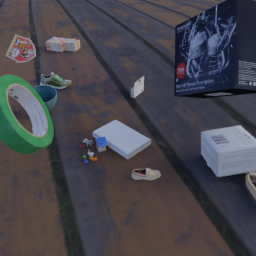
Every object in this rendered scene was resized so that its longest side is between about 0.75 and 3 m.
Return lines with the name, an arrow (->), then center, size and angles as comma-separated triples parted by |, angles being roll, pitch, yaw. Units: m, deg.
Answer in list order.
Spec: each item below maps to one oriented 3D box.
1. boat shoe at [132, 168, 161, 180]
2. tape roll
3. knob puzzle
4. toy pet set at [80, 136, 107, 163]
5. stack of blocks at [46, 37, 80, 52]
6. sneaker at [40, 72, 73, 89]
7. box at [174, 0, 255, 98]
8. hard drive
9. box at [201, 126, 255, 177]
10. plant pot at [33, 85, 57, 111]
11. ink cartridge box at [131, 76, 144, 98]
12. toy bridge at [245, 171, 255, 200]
boat shoe -> 0.537, 1.324, 8.192 | 0.860, 0.297, 0.317 | -4, 35, -6
tape roll -> -2.553, -0.325, 6.716 | 0.462, 1.920, 1.920 | -25, 34, 12
knob puzzle -> -3.902, -2.881, 10.361 | 1.133, 1.133, 0.157 | 0, -3, 0
toy pet set -> -1.111, 0.587, 9.084 | 0.844, 0.480, 0.904 | -12, 37, -16
stack of blocks -> -3.952, -5.084, 17.116 | 1.786, 0.523, 1.028 | 9, 36, 12
sneaker -> -3.345, -2.220, 12.896 | 1.556, 0.689, 0.598 | 0, 35, 0
box -> 2.734, -2.231, 8.603 | 1.388, 2.428, 2.667 | 1, 0, -27
hard drive -> -0.234, 0.344, 9.653 | 1.149, 0.229, 1.742 | -30, 44, -35
box -> 3.034, 0.661, 8.376 | 1.333, 0.871, 1.326 | -9, 26, -3
plant pot -> -3.372, -1.050, 11.086 | 1.158, 0.780, 1.158 | 3, 44, -3
ink cartridge box -> 0.416, -1.821, 12.276 | 0.191, 0.754, 0.855 | 20, 39, 25
toy bridge -> 3.792, 1.438, 8.021 | 0.762, 0.308, 2.266 | 11, 36, 17
